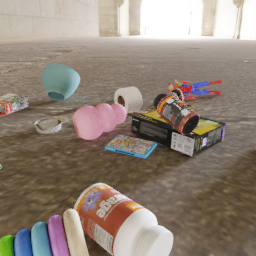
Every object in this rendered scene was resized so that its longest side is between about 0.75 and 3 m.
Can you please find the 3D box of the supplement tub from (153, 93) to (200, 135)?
[{"bbox_3d":[1.397,-0.480,8.421,0.771,0.771,1.442,-17,45,-34],"label":"supplement tub"}]

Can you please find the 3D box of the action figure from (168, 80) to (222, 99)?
[{"bbox_3d":[3.512,-1.957,14.117,2.929,0.956,1.450,-5,13,-11],"label":"action figure"}]

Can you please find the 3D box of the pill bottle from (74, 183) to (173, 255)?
[{"bbox_3d":[-0.112,1.807,5.174,1.786,1.002,1.002,21,30,40],"label":"pill bottle"}]

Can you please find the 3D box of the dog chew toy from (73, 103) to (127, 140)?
[{"bbox_3d":[-0.930,-0.327,9.819,1.898,1.182,1.182,-19,28,-18],"label":"dog chew toy"}]

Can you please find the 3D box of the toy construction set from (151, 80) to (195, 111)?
[{"bbox_3d":[2.119,-1.050,11.903,1.543,1.422,1.850,-38,16,41],"label":"toy construction set"}]

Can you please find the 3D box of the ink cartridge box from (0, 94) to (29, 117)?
[{"bbox_3d":[-5.565,-1.003,12.438,1.122,0.519,2.059,9,24,22],"label":"ink cartridge box"}]

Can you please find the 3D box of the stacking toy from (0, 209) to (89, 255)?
[{"bbox_3d":[-1.936,2.199,4.506,2.527,1.079,1.079,-15,26,-14],"label":"stacking toy"}]

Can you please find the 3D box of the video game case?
[{"bbox_3d":[0.106,0.580,9.190,1.434,0.128,1.026,11,25,23],"label":"video game case"}]

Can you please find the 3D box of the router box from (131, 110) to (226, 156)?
[{"bbox_3d":[1.718,0.009,9.719,2.576,0.673,2.026,20,26,40],"label":"router box"}]

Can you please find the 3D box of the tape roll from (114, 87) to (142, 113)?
[{"bbox_3d":[0.001,-1.200,12.177,0.760,1.108,1.108,-14,27,-32],"label":"tape roll"}]

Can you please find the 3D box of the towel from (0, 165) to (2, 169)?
[{"bbox_3d":[-5.215,0.900,8.212,2.071,0.318,2.715,-17,28,-37],"label":"towel"}]

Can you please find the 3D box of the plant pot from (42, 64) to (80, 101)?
[{"bbox_3d":[-3.402,-2.097,13.818,1.845,1.845,1.243,4,65,9],"label":"plant pot"}]

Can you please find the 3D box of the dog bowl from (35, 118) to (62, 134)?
[{"bbox_3d":[-2.993,-0.085,10.577,0.995,0.292,0.995,0,22,0],"label":"dog bowl"}]
